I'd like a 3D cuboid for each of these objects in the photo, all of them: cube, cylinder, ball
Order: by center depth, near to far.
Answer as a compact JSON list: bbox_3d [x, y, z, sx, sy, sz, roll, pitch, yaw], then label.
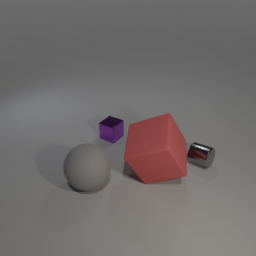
[{"bbox_3d":[-1.215,1.159,8.353,1.400,1.400,1.400,0,32,0],"label":"ball"},{"bbox_3d":[0.877,0.644,8.476,1.400,1.400,1.400,-16,42,25],"label":"cube"},{"bbox_3d":[2.459,0.899,9.392,0.700,0.700,0.700,19,36,36],"label":"cylinder"},{"bbox_3d":[-0.634,0.047,10.827,0.700,0.700,0.700,19,36,27],"label":"cube"}]
